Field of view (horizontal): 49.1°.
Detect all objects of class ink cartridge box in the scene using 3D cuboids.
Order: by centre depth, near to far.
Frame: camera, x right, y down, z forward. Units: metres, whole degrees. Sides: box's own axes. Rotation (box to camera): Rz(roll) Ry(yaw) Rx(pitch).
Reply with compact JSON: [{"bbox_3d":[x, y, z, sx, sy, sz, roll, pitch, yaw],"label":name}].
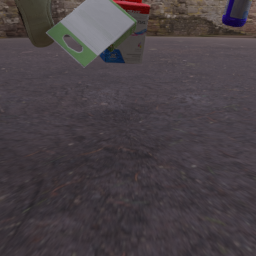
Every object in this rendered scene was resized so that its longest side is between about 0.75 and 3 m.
[{"bbox_3d":[-0.664,-1.831,5.285,1.399,1.018,0.335,-46,-6,-13],"label":"ink cartridge box"},{"bbox_3d":[-0.103,-2.900,7.910,1.172,2.017,0.678,-3,30,-19],"label":"ink cartridge box"}]

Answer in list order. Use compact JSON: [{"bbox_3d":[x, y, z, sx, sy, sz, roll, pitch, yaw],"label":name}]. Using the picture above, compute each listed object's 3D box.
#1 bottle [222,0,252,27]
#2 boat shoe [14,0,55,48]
[{"bbox_3d":[3.407,-4.150,8.196,0.717,2.197,0.918,21,34,19],"label":"bottle"},{"bbox_3d":[-1.693,-2.345,4.973,0.716,2.003,0.599,-20,66,-19],"label":"boat shoe"}]
